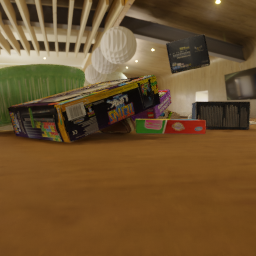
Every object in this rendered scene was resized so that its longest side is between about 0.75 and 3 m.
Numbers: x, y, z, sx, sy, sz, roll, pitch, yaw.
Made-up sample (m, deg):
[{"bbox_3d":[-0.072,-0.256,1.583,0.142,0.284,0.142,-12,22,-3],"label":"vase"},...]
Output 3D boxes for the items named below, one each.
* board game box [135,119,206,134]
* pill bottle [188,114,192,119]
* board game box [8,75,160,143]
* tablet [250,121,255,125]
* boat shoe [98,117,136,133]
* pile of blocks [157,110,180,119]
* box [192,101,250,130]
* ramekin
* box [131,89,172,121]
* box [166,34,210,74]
[{"bbox_3d":[0.966,-0.054,6.860,1.566,0.316,1.198,1,3,0],"label":"board game box"},{"bbox_3d":[3.341,-0.496,14.365,0.520,0.520,0.909,1,3,14],"label":"pill bottle"},{"bbox_3d":[-0.828,-0.437,5.570,1.930,0.662,2.335,1,19,46],"label":"board game box"},{"bbox_3d":[4.808,-0.260,13.389,2.226,0.152,1.448,2,3,40],"label":"tablet"},{"bbox_3d":[-0.464,-0.090,6.695,0.623,0.622,1.685,-37,25,-20],"label":"boat shoe"},{"bbox_3d":[1.981,-0.593,14.520,1.724,0.708,0.536,2,3,36],"label":"pile of blocks"},{"bbox_3d":[2.843,-0.403,8.775,1.575,0.843,1.169,1,3,8],"label":"box"},{"bbox_3d":[-2.331,-0.686,7.230,2.583,1.262,2.583,-7,-1,0],"label":"ramekin"},{"bbox_3d":[-0.102,-0.662,8.669,2.550,0.499,1.745,-3,19,25],"label":"box"},{"bbox_3d":[1.717,-2.119,8.055,1.116,0.880,0.285,-10,-8,10],"label":"box"}]
